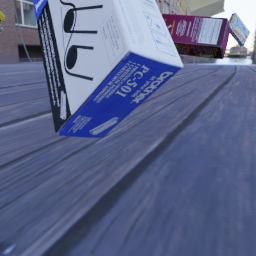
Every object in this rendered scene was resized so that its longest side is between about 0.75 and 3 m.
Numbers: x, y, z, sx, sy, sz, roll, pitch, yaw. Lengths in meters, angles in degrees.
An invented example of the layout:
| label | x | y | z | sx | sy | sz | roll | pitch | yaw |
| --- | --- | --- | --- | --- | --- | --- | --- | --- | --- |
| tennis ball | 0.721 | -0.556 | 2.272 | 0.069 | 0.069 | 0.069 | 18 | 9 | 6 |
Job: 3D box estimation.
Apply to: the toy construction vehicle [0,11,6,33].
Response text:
| label | x | y | z | sx | sy | sz | roll | pitch | yaw |
| --- | --- | --- | --- | --- | --- | --- | --- | --- | --- |
| toy construction vehicle | -2.285 | -1.279 | 3.894 | 1.297 | 0.525 | 1.490 | -55 | 24 | -15 |

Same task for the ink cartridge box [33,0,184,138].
| label | x | y | z | sx | sy | sz | roll | pitch | yaw |
| --- | --- | --- | --- | --- | --- | --- | --- | --- | --- |
| ink cartridge box | -0.409 | -1.199 | 2.611 | 0.522 | 2.360 | 1.109 | 5 | -31 | -39 |

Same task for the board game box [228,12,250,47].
| label | x | y | z | sx | sy | sz | roll | pitch | yaw |
| --- | --- | --- | --- | --- | --- | --- | --- | --- | --- |
| board game box | 3.517 | -3.139 | 8.955 | 0.907 | 0.614 | 0.156 | 37 | -18 | -26 |

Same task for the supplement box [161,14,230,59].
| label | x | y | z | sx | sy | sz | roll | pitch | yaw |
| --- | --- | --- | --- | --- | --- | --- | --- | --- | --- |
| supplement box | 1.470 | -2.102 | 6.452 | 1.552 | 0.665 | 0.857 | 13 | 1 | 22 |

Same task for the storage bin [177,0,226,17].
| label | x | y | z | sx | sy | sz | roll | pitch | yaw |
| --- | --- | --- | --- | --- | --- | --- | --- | --- | --- |
| storage bin | 2.438 | -4.365 | 9.481 | 1.297 | 1.288 | 0.608 | -20 | -26 | 4 |
